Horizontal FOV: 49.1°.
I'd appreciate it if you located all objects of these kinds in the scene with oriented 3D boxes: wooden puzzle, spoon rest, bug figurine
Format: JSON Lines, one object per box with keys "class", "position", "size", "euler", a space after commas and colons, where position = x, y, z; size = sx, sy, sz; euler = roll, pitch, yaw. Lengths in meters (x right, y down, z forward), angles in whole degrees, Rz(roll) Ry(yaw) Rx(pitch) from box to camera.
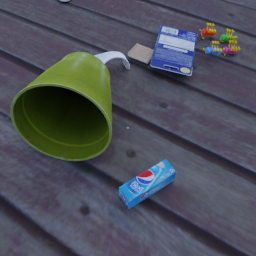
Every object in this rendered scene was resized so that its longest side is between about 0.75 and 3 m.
{"class": "wooden puzzle", "position": [0.561, -2.915, 11.108], "size": [0.914, 0.212, 0.847], "euler": [28, 58, 14]}
{"class": "spoon rest", "position": [-1.175, -2.244, 10.246], "size": [2.549, 0.773, 1.266], "euler": [-19, 55, -15]}
{"class": "bug figurine", "position": [3.685, -3.469, 11.329], "size": [1.528, 0.507, 1.971], "euler": [7, 49, -2]}

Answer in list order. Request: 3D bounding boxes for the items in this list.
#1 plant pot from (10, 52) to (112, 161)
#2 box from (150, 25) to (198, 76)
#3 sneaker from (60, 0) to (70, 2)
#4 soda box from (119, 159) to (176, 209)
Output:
{"class": "plant pot", "position": [-1.582, -0.878, 8.317], "size": [2.702, 2.702, 2.601], "euler": [6, 42, 5]}
{"class": "box", "position": [1.789, -2.946, 10.889], "size": [1.578, 0.422, 2.605], "euler": [15, 53, 3]}
{"class": "sneaker", "position": [-3.035, -6.992, 13.777], "size": [0.699, 0.813, 1.920], "euler": [4, 55, 1]}
{"class": "soda box", "position": [0.536, 1.502, 7.582], "size": [1.562, 0.530, 0.501], "euler": [-28, 58, -19]}
